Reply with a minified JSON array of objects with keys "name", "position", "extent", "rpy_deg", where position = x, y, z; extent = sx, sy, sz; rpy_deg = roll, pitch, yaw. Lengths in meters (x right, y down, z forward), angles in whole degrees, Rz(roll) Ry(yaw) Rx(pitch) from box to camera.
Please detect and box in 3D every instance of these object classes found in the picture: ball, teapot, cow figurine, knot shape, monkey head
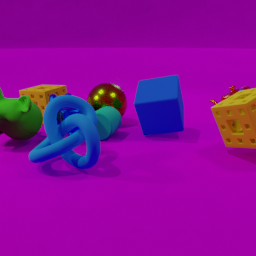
[{"name":"ball","position":[-0.623,-0.733,8.332],"extent":[1.213,1.213,1.213],"rpy_deg":[0,18,0]},{"name":"teapot","position":[3.429,-0.878,8.915],"extent":[1.200,0.945,1.930],"rpy_deg":[-29,6,-36]},{"name":"cow figurine","position":[-1.604,-0.199,7.217],"extent":[0.805,1.466,1.442],"rpy_deg":[-8,64,-29]},{"name":"knot shape","position":[-1.096,0.171,5.419],"extent":[1.507,1.610,0.744],"rpy_deg":[26,-13,33]},{"name":"monkey head","position":[-2.682,-0.410,6.676],"extent":[1.191,1.421,1.976],"rpy_deg":[-8,-14,-17]}]

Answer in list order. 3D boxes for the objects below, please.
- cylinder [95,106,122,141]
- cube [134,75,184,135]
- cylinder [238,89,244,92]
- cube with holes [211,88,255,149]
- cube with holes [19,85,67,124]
[{"name":"cylinder","position":[-0.616,-0.130,7.229],"extent":[0.731,0.731,0.731],"rpy_deg":[6,18,18]},{"name":"cube","position":[0.844,-0.585,7.239],"extent":[1.067,1.067,1.067],"rpy_deg":[-6,40,16]},{"name":"cylinder","position":[3.318,-0.542,7.884],"extent":[0.851,0.851,0.851],"rpy_deg":[25,18,-9]},{"name":"cube with holes","position":[2.543,-0.222,5.837],"extent":[0.950,0.950,0.950],"rpy_deg":[-28,10,-22]},{"name":"cube with holes","position":[-2.542,-0.751,8.649],"extent":[0.988,0.988,0.988],"rpy_deg":[6,20,25]}]
